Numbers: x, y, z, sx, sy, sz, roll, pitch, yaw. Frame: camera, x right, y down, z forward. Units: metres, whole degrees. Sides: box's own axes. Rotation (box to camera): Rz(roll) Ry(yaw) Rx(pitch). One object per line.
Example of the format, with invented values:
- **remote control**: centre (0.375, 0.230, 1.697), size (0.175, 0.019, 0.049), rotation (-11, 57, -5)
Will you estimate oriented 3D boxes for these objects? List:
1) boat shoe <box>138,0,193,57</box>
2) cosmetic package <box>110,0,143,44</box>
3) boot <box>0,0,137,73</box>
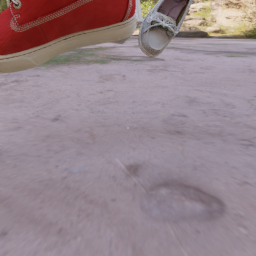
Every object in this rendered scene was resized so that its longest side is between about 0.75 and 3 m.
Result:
- **boat shoe**: centre (0.917, -2.527, 6.146), size (0.782, 2.123, 0.681), rotation (35, -13, -10)
- **cosmetic package**: centre (-0.490, -2.554, 6.078), size (1.226, 1.011, 1.012), rotation (-2, -11, -27)
- **boot**: centre (-1.043, -1.588, 2.987), size (2.320, 1.673, 0.840), rotation (-21, 51, -11)
